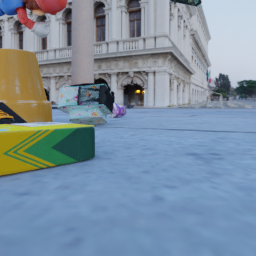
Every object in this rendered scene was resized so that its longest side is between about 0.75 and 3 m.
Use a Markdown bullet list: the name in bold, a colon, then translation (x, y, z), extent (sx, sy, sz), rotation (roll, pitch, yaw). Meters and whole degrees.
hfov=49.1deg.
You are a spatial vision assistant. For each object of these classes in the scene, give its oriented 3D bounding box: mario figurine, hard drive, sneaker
- **mario figurine**: translation (-2.722, -3.155, 7.120), extent (2.404, 1.484, 1.274), rotation (-4, 48, 0)
- **hard drive**: translation (-2.488, -0.184, 6.172), extent (0.977, 0.230, 1.400), rotation (44, -14, -22)
- **sneaker**: translation (-2.496, -0.077, 4.958), extent (2.074, 0.801, 0.812), rotation (4, 4, 29)
- **sneaker**: translation (-0.538, -1.007, 16.229), extent (0.977, 0.889, 2.210), rotation (7, 3, -6)

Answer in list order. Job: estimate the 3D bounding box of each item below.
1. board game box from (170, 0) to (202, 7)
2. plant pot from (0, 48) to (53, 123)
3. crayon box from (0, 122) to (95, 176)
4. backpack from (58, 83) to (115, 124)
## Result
- **board game box**: translation (1.242, -3.617, 6.978), extent (0.217, 1.045, 1.544), rotation (-32, 32, 2)
- **plant pot**: translation (-4.475, -1.537, 10.821), extent (2.966, 2.715, 2.966), rotation (0, 4, 0)
- **crayon box**: translation (-1.463, 0.208, 3.378), extent (1.172, 0.469, 1.846), rotation (4, 6, 43)
- **backpack**: translation (-1.533, -0.837, 9.898), extent (1.849, 1.417, 1.625), rotation (8, -6, 10)
